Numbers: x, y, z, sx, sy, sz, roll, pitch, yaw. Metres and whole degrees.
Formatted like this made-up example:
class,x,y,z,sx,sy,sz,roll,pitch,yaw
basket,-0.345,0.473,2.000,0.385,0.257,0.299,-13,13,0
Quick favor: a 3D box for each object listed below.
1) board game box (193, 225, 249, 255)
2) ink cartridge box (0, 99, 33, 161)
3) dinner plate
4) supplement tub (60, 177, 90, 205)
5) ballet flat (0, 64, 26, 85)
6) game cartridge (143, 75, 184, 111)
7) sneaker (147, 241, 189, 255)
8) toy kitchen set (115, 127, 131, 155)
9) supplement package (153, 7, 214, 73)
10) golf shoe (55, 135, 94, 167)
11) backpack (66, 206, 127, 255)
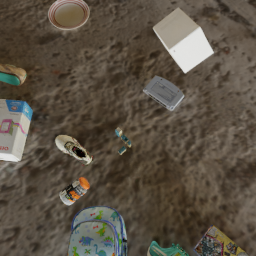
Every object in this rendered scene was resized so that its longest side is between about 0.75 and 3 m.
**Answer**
class,x,y,z,sx,sy,sz,roll,pitch,yaw
board game box,3.335,4.457,9.873,1.702,0.295,1.153,41,74,14
ink cartridge box,-4.995,0.066,11.227,1.654,0.969,2.288,5,70,2
dinner plate,-2.909,-5.633,13.858,2.030,0.246,2.030,0,68,1
supplement tub,-1.505,1.777,7.948,0.786,0.482,0.482,-40,73,8
ballet flat,-5.754,-2.562,12.436,2.656,0.904,0.893,18,49,2
game cartridge,1.590,-1.567,12.245,1.590,0.322,1.060,38,77,13
sneaker,1.720,4.437,9.657,2.075,0.804,0.826,11,60,4
toy kitchen set,-0.341,0.539,11.301,0.675,0.496,0.842,-41,74,-14
supplement package,1.767,-2.904,9.208,1.118,1.104,1.843,-34,40,15
golf shoe,-2.149,0.770,11.061,1.837,0.809,0.709,32,73,13
backpack,-1.017,3.758,9.378,2.003,1.609,2.189,-2,63,4
